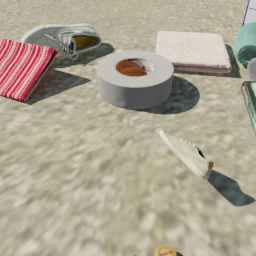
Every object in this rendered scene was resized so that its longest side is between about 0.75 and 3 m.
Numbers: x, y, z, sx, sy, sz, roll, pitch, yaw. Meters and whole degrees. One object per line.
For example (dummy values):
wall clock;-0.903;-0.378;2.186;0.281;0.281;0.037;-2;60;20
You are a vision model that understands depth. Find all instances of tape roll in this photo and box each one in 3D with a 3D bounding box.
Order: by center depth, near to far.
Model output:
tape roll;0.203;-1.480;8.221;2.211;0.730;2.211;0;39;0

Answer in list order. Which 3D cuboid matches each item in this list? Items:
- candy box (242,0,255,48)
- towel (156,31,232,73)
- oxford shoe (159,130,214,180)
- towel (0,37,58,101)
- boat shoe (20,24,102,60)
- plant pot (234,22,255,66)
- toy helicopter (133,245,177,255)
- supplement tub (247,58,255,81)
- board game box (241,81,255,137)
candy box;5.251;-4.506;10.447;0.952;2.473;2.091;33;50;33
towel;2.239;-2.738;9.952;2.514;0.424;2.632;5;41;6
oxford shoe;1.146;0.438;5.503;0.403;0.525;1.396;-52;49;8
towel;-3.740;-1.941;8.572;2.754;0.310;1.992;17;67;20
boat shoe;-2.161;-2.902;9.803;2.905;1.073;1.238;-20;50;-35
plant pot;4.128;-2.661;9.268;1.298;1.298;1.042;19;52;21
toy helicopter;0.175;2.238;4.089;1.010;0.603;1.528;19;32;34
supplement tub;4.693;-1.955;8.496;2.097;1.122;1.122;-17;43;-17
board game box;4.035;-0.343;7.153;1.789;0.373;2.646;5;41;6
